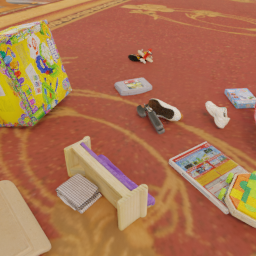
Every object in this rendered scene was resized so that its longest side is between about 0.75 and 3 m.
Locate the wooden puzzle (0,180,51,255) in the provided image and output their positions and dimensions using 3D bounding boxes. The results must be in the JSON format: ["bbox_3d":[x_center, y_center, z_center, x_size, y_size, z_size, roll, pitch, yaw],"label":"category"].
[{"bbox_3d":[-3.532,2.538,6.267,2.821,0.525,2.610,-21,40,-33],"label":"wooden puzzle"}]

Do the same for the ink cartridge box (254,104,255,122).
[{"bbox_3d":[5.365,-0.084,9.238,1.865,1.072,2.570,3,35,13],"label":"ink cartridge box"}]

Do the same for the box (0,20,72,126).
[{"bbox_3d":[-3.837,-1.995,10.160,1.769,2.899,2.793,-1,32,24],"label":"box"}]

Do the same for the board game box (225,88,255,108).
[{"bbox_3d":[4.748,-1.255,11.678,0.985,0.238,1.302,-3,36,-4],"label":"board game box"}]

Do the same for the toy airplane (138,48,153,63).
[{"bbox_3d":[0.926,-3.825,14.870,0.764,0.767,0.541,-10,32,0],"label":"toy airplane"}]

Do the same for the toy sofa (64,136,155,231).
[{"bbox_3d":[-0.493,1.277,7.454,1.270,1.078,2.603,-27,44,-30],"label":"toy sofa"}]

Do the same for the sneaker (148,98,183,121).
[{"bbox_3d":[1.411,-0.633,10.690,0.704,0.606,1.664,11,18,-39],"label":"sneaker"}]

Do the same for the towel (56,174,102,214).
[{"bbox_3d":[-1.309,1.701,7.425,0.977,0.418,0.809,26,44,32],"label":"towel"}]

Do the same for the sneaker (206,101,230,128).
[{"bbox_3d":[3.322,-0.608,10.240,0.478,0.562,1.270,10,42,-33],"label":"sneaker"}]

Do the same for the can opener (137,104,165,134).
[{"bbox_3d":[0.839,-0.342,10.280,0.561,0.444,1.688,-30,40,-1],"label":"can opener"}]

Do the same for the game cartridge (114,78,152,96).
[{"bbox_3d":[0.259,-1.838,12.475,1.501,0.307,0.999,-14,42,-18],"label":"game cartridge"}]

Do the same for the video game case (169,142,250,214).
[{"bbox_3d":[2.528,1.318,8.139,1.617,0.197,2.261,-21,42,-26],"label":"video game case"}]

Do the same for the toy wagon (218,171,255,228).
[{"bbox_3d":[3.268,1.673,7.287,1.470,0.375,1.894,27,46,20],"label":"toy wagon"}]

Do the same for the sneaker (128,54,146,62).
[{"bbox_3d":[0.526,-3.820,15.189,1.032,0.361,0.464,7,29,3],"label":"sneaker"}]
